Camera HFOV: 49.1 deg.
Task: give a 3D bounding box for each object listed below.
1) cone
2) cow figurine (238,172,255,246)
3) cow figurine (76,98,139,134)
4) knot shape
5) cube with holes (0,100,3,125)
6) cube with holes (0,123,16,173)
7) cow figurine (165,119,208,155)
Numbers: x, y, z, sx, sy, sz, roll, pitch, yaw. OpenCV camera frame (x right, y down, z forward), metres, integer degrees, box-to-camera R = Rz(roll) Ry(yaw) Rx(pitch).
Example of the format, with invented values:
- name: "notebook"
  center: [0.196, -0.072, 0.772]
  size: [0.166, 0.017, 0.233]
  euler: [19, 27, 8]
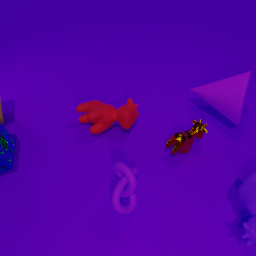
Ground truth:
- name: "cone"
  center: [2.709, -1.036, 8.557]
  size: [1.622, 1.616, 1.616]
  euler: [14, 45, 23]
- name: "cow figurine"
  center: [2.638, 1.657, 5.735]
  size: [1.304, 0.727, 1.325]
  euler: [-40, 28, -2]
- name: "cow figurine"
  center: [-0.555, -0.434, 8.287]
  size: [1.552, 0.866, 1.577]
  euler: [-25, 38, -26]
- name: "knot shape"
  center: [-0.053, 1.272, 6.372]
  size: [0.536, 1.159, 1.085]
  euler: [2, 10, 3]
- name: "cube with holes"
  center: [-4.305, -0.723, 8.071]
  size: [1.058, 1.058, 1.058]
  euler: [-10, 64, -18]
- name: "cube with holes"
  center: [-3.609, 0.531, 7.075]
  size: [1.012, 1.012, 1.012]
  euler: [-19, 45, 3]
- name: "cow figurine"
  center: [1.614, 0.216, 7.560]
  size: [1.063, 1.046, 0.583]
  euler: [5, 35, -48]
